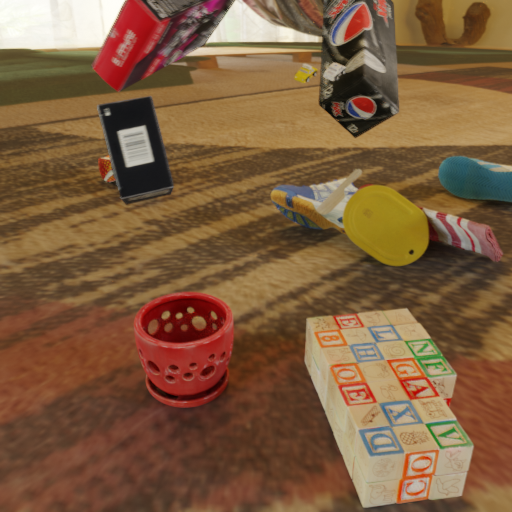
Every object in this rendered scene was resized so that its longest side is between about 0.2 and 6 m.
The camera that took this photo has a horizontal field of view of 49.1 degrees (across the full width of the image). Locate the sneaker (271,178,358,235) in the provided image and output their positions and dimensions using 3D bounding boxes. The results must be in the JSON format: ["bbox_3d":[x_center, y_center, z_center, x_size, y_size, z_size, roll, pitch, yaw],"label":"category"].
[{"bbox_3d":[1.445,-1.067,10.967,2.281,0.859,1.005,18,66,17],"label":"sneaker"}]

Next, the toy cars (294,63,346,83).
[{"bbox_3d":[0.886,-2.541,7.657,0.794,0.176,0.356,-8,51,-12],"label":"toy cars"}]

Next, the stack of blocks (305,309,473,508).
[{"bbox_3d":[1.470,1.525,6.213,1.347,0.685,2.339,-4,26,-8],"label":"stack of blocks"}]

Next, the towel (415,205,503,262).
[{"bbox_3d":[3.366,-0.458,9.939,1.801,0.205,1.297,23,-8,40],"label":"towel"}]

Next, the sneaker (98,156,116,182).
[{"bbox_3d":[-2.875,-2.056,13.292,0.924,0.874,2.395,-23,34,-33],"label":"sneaker"}]

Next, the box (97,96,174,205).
[{"bbox_3d":[-1.455,-1.251,6.867,0.653,1.094,1.112,-14,4,-10],"label":"box"}]

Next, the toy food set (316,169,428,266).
[{"bbox_3d":[2.117,-0.659,9.868,1.925,1.133,0.629,37,10,-2],"label":"toy food set"}]

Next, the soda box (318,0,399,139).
[{"bbox_3d":[1.884,-3.783,10.285,0.990,1.106,3.126,-24,47,39],"label":"soda box"}]

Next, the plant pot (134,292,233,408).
[{"bbox_3d":[-0.826,1.138,6.609,1.138,1.036,1.138,0,25,0],"label":"plant pot"}]

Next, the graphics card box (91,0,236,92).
[{"bbox_3d":[-1.012,-2.819,6.772,0.485,1.197,1.908,46,47,-6],"label":"graphics card box"}]

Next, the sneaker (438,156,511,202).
[{"bbox_3d":[5.306,-1.658,12.640,2.414,0.924,0.975,23,17,37],"label":"sneaker"}]
